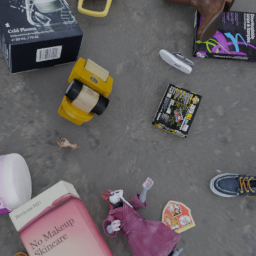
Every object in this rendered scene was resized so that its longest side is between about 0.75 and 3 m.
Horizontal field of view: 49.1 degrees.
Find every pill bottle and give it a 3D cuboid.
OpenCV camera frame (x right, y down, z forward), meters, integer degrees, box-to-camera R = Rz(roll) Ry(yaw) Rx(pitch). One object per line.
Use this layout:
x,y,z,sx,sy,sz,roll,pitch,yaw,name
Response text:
-4.458,1.789,8.000,2.939,1.650,1.650,-12,74,-2,pill bottle

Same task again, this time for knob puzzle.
1.473,2.673,8.513,1.058,0.147,1.058,0,74,0,knob puzzle

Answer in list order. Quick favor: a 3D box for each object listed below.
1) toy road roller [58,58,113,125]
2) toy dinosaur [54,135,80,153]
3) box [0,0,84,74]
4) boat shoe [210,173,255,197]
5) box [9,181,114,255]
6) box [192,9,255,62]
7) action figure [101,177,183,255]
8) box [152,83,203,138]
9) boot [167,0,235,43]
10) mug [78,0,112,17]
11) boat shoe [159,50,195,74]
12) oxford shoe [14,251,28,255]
-1.461,-1.074,9.036,1.290,1.532,2.099,31,40,-21,toy road roller
-1.973,0.528,8.993,0.883,0.598,0.379,24,88,49,toy dinosaur
-3.091,-3.323,9.237,2.381,1.475,2.340,-20,71,-29,box
3.572,1.687,8.396,2.034,0.923,0.720,2,73,0,boat shoe
-1.746,3.029,7.727,1.676,1.428,2.621,-33,76,-9,box
3.696,-3.372,10.137,2.573,0.464,1.839,6,74,2,box
0.236,2.803,8.066,1.833,2.037,2.736,-27,54,-31,action figure
1.645,-0.594,9.368,1.227,0.379,1.537,23,75,5,box
2.067,-4.414,10.001,2.805,0.901,2.614,29,65,17,boot
-1.049,-5.403,10.342,1.812,2.208,1.768,9,31,-6,mug
1.737,-2.444,9.870,1.310,0.470,0.444,32,76,6,boat shoe
-3.110,4.512,7.682,0.726,0.725,2.035,1,72,2,oxford shoe
